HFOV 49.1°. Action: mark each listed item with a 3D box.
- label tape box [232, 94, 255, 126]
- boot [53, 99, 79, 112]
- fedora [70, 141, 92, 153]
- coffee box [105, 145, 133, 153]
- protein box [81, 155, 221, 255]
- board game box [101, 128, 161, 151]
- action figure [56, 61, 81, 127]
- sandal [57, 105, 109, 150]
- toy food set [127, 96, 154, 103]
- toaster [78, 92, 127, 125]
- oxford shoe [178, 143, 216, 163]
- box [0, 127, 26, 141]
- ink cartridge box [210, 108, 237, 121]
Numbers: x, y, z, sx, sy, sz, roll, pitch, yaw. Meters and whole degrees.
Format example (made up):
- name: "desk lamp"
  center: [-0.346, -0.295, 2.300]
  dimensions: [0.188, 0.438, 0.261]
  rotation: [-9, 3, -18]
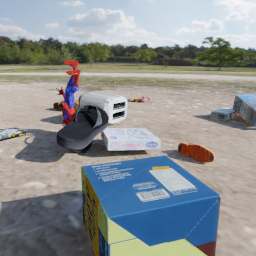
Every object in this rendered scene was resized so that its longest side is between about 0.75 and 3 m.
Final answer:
- name: "label tape box"
  center: [5.870, -0.620, 11.884]
  dimensions: [1.752, 0.808, 2.445]
  rotation: [-3, 32, -10]
- name: "boot"
  center: [-2.939, -1.265, 14.886]
  dimensions: [1.698, 0.626, 1.314]
  rotation: [9, 15, 26]
- name: "fedora"
  center: [-1.552, 0.441, 8.679]
  dimensions: [0.844, 0.844, 0.385]
  rotation: [-7, -16, -26]
- name: "coffee box"
  center: [-0.227, 0.564, 8.819]
  dimensions: [0.865, 0.190, 0.532]
  rotation: [7, 14, 21]
- name: "protein box"
  center: [0.230, 1.283, 4.362]
  dimensions: [1.623, 1.103, 1.635]
  rotation: [-5, 16, -19]
- name: "board game box"
  center: [0.026, 0.323, 8.720]
  dimensions: [1.564, 0.323, 1.568]
  rotation: [0, 12, -12]
- name: "action figure"
  center: [-2.023, -0.970, 9.518]
  dimensions: [0.687, 2.656, 0.869]
  rotation: [-9, 49, -21]
- name: "sandal"
  center: [-1.225, -0.217, 8.518]
  dimensions: [1.132, 0.637, 2.976]
  rotation: [10, 21, 2]
- name: "toy food set"
  center: [0.766, -1.801, 17.523]
  dimensions: [1.742, 0.274, 1.108]
  rotation: [2, 15, 9]
- name: "toaster"
  center: [-1.007, -0.851, 12.099]
  dimensions: [1.473, 1.296, 2.281]
  rotation: [11, 13, 25]
- name: "oxford shoe"
  center: [2.040, 0.652, 8.036]
  dimensions: [0.478, 0.467, 1.310]
  rotation: [-4, 15, -33]
- name: "box"
  center: [-4.366, 0.217, 10.086]
  dimensions: [0.742, 0.216, 1.084]
  rotation: [12, 19, 38]
- name: "ink cartridge box"
  center: [4.592, -0.656, 13.092]
  dimensions: [1.462, 0.368, 0.796]
  rotation: [-12, 19, -42]
